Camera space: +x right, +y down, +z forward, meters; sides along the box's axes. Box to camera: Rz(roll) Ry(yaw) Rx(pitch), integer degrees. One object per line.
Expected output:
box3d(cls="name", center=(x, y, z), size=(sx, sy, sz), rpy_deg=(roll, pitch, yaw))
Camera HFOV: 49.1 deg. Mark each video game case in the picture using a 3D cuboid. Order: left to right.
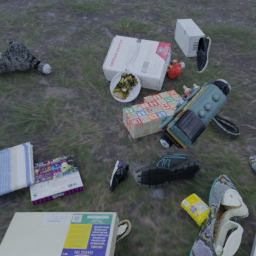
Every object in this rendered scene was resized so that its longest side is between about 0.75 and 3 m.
box3d(cls="video game case", center=(-2.283, 1.551, 8.715), size=(1.531, 0.274, 1.387), rpy_deg=(-15, 44, -16))

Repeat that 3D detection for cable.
box3d(cls="cable", center=(3.069, -0.750, 10.769), size=(1.434, 0.743, 2.953), rpy_deg=(-1, 37, -28))

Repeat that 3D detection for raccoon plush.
box3d(cls="raccoon plush", center=(-5.243, -2.958, 13.015), size=(2.755, 1.333, 1.846), rpy_deg=(22, 55, 22))

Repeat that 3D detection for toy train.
box3d(cls="toy train", center=(1.673, -0.353, 6.948), size=(2.161, 1.231, 0.921), rpy_deg=(-45, 96, -17))

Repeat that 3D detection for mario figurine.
box3d(cls="mario figurine", center=(1.992, -3.093, 13.283), size=(1.077, 0.925, 1.745), rpy_deg=(-36, 44, -4))

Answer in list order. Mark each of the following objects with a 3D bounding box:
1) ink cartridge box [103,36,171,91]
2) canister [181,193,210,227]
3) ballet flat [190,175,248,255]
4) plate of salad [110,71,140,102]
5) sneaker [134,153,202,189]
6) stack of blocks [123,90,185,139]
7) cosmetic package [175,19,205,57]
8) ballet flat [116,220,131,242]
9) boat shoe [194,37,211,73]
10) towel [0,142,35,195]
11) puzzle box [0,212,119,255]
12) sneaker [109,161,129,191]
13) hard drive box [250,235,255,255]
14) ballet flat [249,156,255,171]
box3d(cls="ink cartridge box", center=(0.417, -2.912, 12.520), size=(2.602, 1.104, 1.895), rpy_deg=(14, 71, 13))
box3d(cls="canister", center=(1.956, 2.283, 7.876), size=(0.587, 0.342, 0.790), rpy_deg=(-24, 47, -24))
box3d(cls="ballet flat", center=(2.543, 2.377, 7.214), size=(1.062, 1.062, 2.953), rpy_deg=(19, 48, 20))
box3d(cls="plate of salad", center=(-0.138, -1.744, 11.715), size=(1.326, 1.326, 0.318), rpy_deg=(14, 3, 15))
box3d(cls="sneaker", center=(1.175, 1.293, 8.775), size=(2.163, 0.816, 0.857), rpy_deg=(-7, 29, -17))
box3d(cls="stack of blocks", center=(1.023, -0.569, 10.717), size=(2.373, 0.695, 1.366), rpy_deg=(-16, 45, -17))
box3d(cls="cosmetic package", center=(3.271, -4.887, 15.082), size=(0.880, 1.224, 2.169), rpy_deg=(-7, 41, -9))
box3d(cls="ballet flat", center=(-0.478, 2.802, 7.151), size=(1.388, 0.482, 0.482), rpy_deg=(-29, 50, -28))
box3d(cls="boat shoe", center=(2.813, -2.813, 10.724), size=(0.433, 1.392, 0.519), rpy_deg=(9, 3, -31))
box3d(cls="towel", center=(-4.066, 1.432, 8.654), size=(2.374, 0.283, 1.743), rpy_deg=(-19, 46, -6))
box3d(cls="puzzle box", center=(-1.743, 2.954, 6.711), size=(2.897, 0.368, 1.927), rpy_deg=(-3, 40, 13))
box3d(cls="sneaker", center=(-0.248, 1.493, 8.702), size=(0.491, 0.425, 1.121), rpy_deg=(13, 44, 6))
box3d(cls="hard drive box", center=(3.570, 3.073, 6.940), size=(0.859, 0.423, 1.103), rpy_deg=(22, 47, 22))
box3d(cls="ballet flat", center=(4.495, 1.400, 8.610), size=(0.688, 0.688, 1.913), rpy_deg=(-11, 43, -12))
